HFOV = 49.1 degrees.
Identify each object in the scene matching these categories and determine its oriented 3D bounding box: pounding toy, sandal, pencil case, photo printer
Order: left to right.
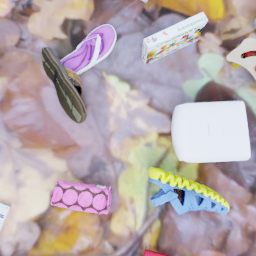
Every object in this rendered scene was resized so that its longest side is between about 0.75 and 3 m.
[{"bbox_3d":[-2.079,-1.553,9.616,0.805,1.206,2.951,-22,70,-32],"label":"sandal"},{"bbox_3d":[-1.484,2.161,8.966,1.919,0.871,0.899,6,112,0],"label":"pencil case"},{"bbox_3d":[-1.396,-2.720,9.899,1.062,0.641,2.610,43,83,7],"label":"sandal"},{"bbox_3d":[1.804,2.210,8.912,2.725,1.083,1.186,19,88,10],"label":"sandal"},{"bbox_3d":[2.674,0.119,9.297,2.428,0.843,2.020,-2,80,-1],"label":"photo printer"},{"bbox_3d":[4.750,-1.974,9.769,2.646,1.518,1.513,31,109,14],"label":"pounding toy"}]

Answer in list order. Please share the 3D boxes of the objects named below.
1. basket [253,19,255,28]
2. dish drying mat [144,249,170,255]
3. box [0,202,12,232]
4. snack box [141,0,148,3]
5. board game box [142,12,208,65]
[{"bbox_3d":[5.228,-4.090,9.851,1.334,1.052,1.513,32,112,5],"label":"basket"},{"bbox_3d":[0.756,5.405,8.686,1.126,0.267,2.933,12,81,3],"label":"dish drying mat"},{"bbox_3d":[-4.375,2.924,9.154,0.744,0.187,1.030,21,80,4],"label":"box"},{"bbox_3d":[0.873,-5.260,10.283,0.282,0.757,1.065,30,81,0],"label":"snack box"},{"bbox_3d":[1.527,-3.019,9.576,2.189,1.382,0.379,-26,81,-4],"label":"board game box"}]
